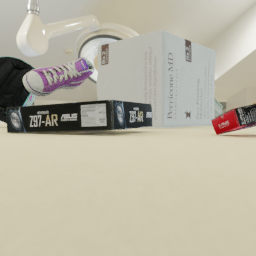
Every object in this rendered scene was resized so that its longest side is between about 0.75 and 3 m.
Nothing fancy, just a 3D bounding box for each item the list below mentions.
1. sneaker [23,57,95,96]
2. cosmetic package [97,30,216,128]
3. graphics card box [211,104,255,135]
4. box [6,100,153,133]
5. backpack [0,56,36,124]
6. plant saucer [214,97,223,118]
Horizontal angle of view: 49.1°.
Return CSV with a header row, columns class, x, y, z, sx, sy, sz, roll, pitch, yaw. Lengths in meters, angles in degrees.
class,x,y,z,sx,sy,sz,roll,pitch,yaw
sneaker,-1.245,-1.082,5.390,0.855,0.543,1.499,-26,2,35
cosmetic package,0.907,-1.236,8.492,2.423,2.420,2.936,2,3,42
graphics card box,1.899,-0.185,4.097,1.121,0.285,0.703,-13,-9,-11
box,-0.815,-0.187,5.158,2.119,0.461,1.698,-1,2,26
backpack,-3.884,-1.223,9.093,1.792,2.039,1.563,23,-25,-5
plant saucer,3.056,-1.015,10.698,0.520,2.072,2.072,-43,-10,14
